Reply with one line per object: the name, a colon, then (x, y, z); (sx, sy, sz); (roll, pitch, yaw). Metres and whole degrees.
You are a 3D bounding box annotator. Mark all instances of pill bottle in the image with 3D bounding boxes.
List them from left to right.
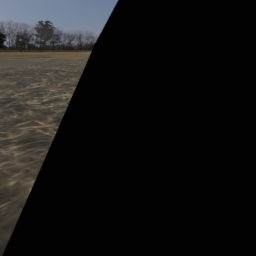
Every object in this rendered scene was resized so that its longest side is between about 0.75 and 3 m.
pill bottle: (0.714, 0.534, 1.094); (1.667, 1.667, 2.877); (0, -11, -1)
